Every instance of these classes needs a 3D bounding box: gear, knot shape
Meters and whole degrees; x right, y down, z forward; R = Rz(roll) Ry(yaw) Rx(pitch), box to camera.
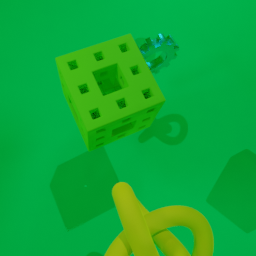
[{"bbox_3d":[0.512,-1.458,5.769,1.096,1.096,0.203,-23,70,-6],"label":"gear"},{"bbox_3d":[0.317,1.552,3.449,1.738,1.626,0.803,37,121,0],"label":"knot shape"}]

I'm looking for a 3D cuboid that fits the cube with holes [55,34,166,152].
[{"bbox_3d":[-0.318,-0.512,4.542,1.201,1.201,1.201,-22,76,-13],"label":"cube with holes"}]
